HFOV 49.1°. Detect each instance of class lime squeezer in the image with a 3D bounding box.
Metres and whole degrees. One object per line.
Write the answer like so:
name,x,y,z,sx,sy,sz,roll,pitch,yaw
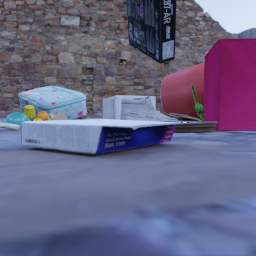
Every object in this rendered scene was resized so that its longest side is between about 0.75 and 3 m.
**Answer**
lime squeezer,2.866,-0.690,10.639,0.395,2.093,0.739,-27,-21,-17

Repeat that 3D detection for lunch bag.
lunch bag,-3.028,-1.020,11.347,2.112,1.015,2.634,-24,34,-39

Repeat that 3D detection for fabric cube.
fabric cube,3.779,-1.219,8.661,2.524,2.516,2.476,1,2,7

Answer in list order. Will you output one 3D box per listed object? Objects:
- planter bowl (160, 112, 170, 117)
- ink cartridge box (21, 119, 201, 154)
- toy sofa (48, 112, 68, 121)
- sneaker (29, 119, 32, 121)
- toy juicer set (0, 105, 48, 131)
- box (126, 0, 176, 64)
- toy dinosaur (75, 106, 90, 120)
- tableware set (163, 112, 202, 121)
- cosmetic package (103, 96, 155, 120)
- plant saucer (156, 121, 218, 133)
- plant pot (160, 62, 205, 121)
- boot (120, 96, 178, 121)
planter bowl,1.077,-0.260,10.056,0.829,0.345,0.829,5,-20,2
ink cartridge box,-0.163,0.075,3.563,1.669,0.361,1.638,4,5,36
toy sofa,-2.242,-0.155,8.663,0.478,0.563,1.154,-30,18,-29
sneaker,-3.593,-0.297,11.636,1.077,0.421,0.416,-1,-3,-22
toy juicer set,-3.026,-0.119,7.986,1.106,0.473,1.739,19,26,20
box,0.521,-2.824,6.841,0.445,2.046,1.639,-20,39,-20
toy dinosaur,-2.407,-0.486,12.568,1.241,0.786,1.831,5,-8,-13
tableware set,1.974,-0.275,11.203,1.411,0.428,2.135,13,0,-39
cosmetic package,0.005,-1.048,16.269,2.390,1.474,2.398,-1,3,-22
plant saucer,1.370,-0.051,7.360,1.886,0.278,1.886,-1,2,0
plant pot,3.022,-1.462,12.500,2.601,2.940,2.940,-5,0,28
boot,0.726,-0.473,8.577,2.093,1.000,0.770,-1,3,-31
